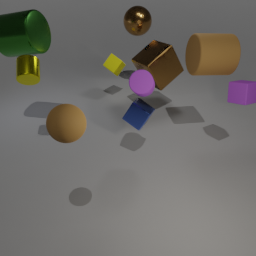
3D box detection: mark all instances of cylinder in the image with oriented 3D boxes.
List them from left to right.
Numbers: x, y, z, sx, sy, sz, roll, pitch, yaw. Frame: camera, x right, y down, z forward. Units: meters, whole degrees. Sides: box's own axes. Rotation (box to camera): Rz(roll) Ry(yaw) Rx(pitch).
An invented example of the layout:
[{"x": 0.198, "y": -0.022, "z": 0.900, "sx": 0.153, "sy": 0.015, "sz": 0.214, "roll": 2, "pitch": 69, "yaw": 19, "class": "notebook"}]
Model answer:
[{"x": -3.572, "y": -3.165, "z": 9.458, "sx": 1.400, "sy": 1.400, "sz": 1.400, "roll": -1, "pitch": 30, "yaw": 19, "class": "cylinder"}, {"x": -3.084, "y": -1.784, "z": 8.654, "sx": 0.700, "sy": 0.700, "sz": 0.700, "roll": -5, "pitch": 71, "yaw": -8, "class": "cylinder"}, {"x": 0.419, "y": -1.300, "z": 8.209, "sx": 0.700, "sy": 0.700, "sz": 0.700, "roll": 6, "pitch": 1, "yaw": 9, "class": "cylinder"}, {"x": 2.888, "y": -2.532, "z": 9.681, "sx": 1.400, "sy": 1.400, "sz": 1.400, "roll": -3, "pitch": 32, "yaw": -10, "class": "cylinder"}]

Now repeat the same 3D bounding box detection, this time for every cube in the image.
[{"x": -0.653, "y": -3.050, "z": 13.560, "sx": 0.700, "sy": 0.700, "sz": 0.700, "roll": 38, "pitch": 6, "yaw": 12, "class": "cube"}, {"x": 0.360, "y": -0.466, "z": 9.273, "sx": 0.700, "sy": 0.700, "sz": 0.700, "roll": 36, "pitch": 27, "yaw": 4, "class": "cube"}, {"x": 1.283, "y": -2.748, "z": 12.195, "sx": 1.400, "sy": 1.400, "sz": 1.400, "roll": -42, "pitch": 38, "yaw": -6, "class": "cube"}, {"x": 3.840, "y": -1.194, "z": 9.340, "sx": 0.700, "sy": 0.700, "sz": 0.700, "roll": -13, "pitch": 20, "yaw": -34, "class": "cube"}]

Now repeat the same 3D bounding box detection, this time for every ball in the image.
[{"x": -1.088, "y": -0.080, "z": 4.957, "sx": 0.700, "sy": 0.700, "sz": 0.700, "roll": 0, "pitch": 32, "yaw": 0, "class": "ball"}, {"x": 0.473, "y": -5.270, "z": 13.801, "sx": 1.400, "sy": 1.400, "sz": 1.400, "roll": 0, "pitch": 32, "yaw": 0, "class": "ball"}]
